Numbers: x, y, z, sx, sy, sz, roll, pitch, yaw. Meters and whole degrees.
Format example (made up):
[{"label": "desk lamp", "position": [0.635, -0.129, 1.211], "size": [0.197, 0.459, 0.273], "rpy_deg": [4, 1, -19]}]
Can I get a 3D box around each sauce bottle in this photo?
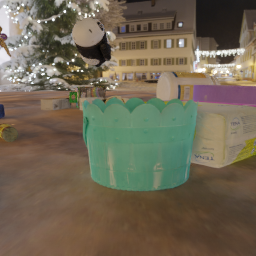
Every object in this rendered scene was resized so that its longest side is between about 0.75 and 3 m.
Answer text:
[{"label": "sauce bottle", "position": [-2.874, 0.085, 6.579], "size": [0.361, 0.361, 1.115], "rpy_deg": [-6, 9, -33]}]

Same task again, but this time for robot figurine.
[{"label": "robot figurine", "position": [-1.201, -2.929, 9.649], "size": [1.368, 1.136, 1.821], "rpy_deg": [4, -23, 12]}]

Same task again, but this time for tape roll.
[{"label": "tape roll", "position": [3.527, -0.787, 9.086], "size": [2.816, 1.196, 2.816], "rpy_deg": [2, 8, 0]}]

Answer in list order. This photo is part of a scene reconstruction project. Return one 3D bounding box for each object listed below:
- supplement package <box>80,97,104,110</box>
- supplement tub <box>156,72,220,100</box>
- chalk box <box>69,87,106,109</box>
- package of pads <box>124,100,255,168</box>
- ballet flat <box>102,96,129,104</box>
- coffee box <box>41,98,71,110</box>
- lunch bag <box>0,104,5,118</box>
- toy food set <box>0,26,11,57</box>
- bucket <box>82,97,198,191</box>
[{"label": "supplement package", "position": [-1.730, -1.157, 13.438], "size": [1.031, 0.605, 0.603], "rpy_deg": [-8, 12, -39]}, {"label": "supplement tub", "position": [2.702, -1.617, 12.612], "size": [2.460, 1.780, 1.780], "rpy_deg": [-2, 9, -17]}, {"label": "chalk box", "position": [-2.148, -1.592, 14.544], "size": [1.801, 1.120, 1.115], "rpy_deg": [-1, 9, -17]}, {"label": "package of pads", "position": [1.169, -0.059, 5.574], "size": [2.100, 0.927, 2.718], "rpy_deg": [-9, 12, -43]}, {"label": "ballet flat", "position": [-0.271, -0.586, 8.901], "size": [0.925, 0.874, 2.744], "rpy_deg": [5, 6, -28]}, {"label": "coffee box", "position": [-3.571, -1.206, 13.951], "size": [0.777, 0.542, 1.359], "rpy_deg": [5, 10, 26]}, {"label": "lunch bag", "position": [-4.941, -0.594, 10.238], "size": [0.500, 0.514, 0.756], "rpy_deg": [0, 11, 7]}, {"label": "toy food set", "position": [-3.484, -2.537, 7.618], "size": [0.186, 0.752, 1.183], "rpy_deg": [-40, -8, -20]}, {"label": "bucket", "position": [0.159, 0.134, 3.956], "size": [1.649, 1.073, 1.649], "rpy_deg": [1, 9, 0]}]
